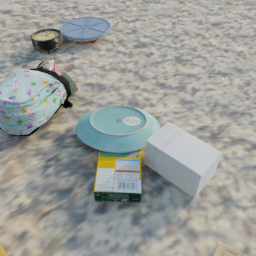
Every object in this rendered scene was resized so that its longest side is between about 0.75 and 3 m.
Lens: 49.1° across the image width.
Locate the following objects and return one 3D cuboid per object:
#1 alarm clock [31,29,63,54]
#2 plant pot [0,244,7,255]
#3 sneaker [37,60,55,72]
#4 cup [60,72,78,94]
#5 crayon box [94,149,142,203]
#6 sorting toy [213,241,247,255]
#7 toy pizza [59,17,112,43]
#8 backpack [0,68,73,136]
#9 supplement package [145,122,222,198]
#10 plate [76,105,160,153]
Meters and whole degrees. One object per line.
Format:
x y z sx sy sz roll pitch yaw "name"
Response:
-3.563 -3.952 12.373 1.299 0.641 1.926 -10 45 -7 "alarm clock"
-3.571 2.263 4.958 2.830 2.637 2.637 29 50 10 "plant pot"
-3.119 -2.106 10.593 0.648 0.547 1.482 -7 41 -6 "sneaker"
-2.233 -1.454 9.811 0.585 0.818 0.818 -43 57 -17 "cup"
-0.219 1.048 7.414 1.150 0.472 1.829 2 45 1 "crayon box"
2.070 3.210 5.374 1.262 0.251 1.707 26 46 17 "sorting toy"
-1.985 -4.595 13.216 2.451 0.388 2.451 -1 44 1 "toy pizza"
-3.047 -0.864 8.531 1.961 1.487 2.350 9 40 18 "backpack"
1.374 0.799 7.293 1.651 0.989 1.001 33 53 29 "supplement package"
-0.283 -0.148 8.384 2.549 0.326 2.549 1 32 -1 "plate"
